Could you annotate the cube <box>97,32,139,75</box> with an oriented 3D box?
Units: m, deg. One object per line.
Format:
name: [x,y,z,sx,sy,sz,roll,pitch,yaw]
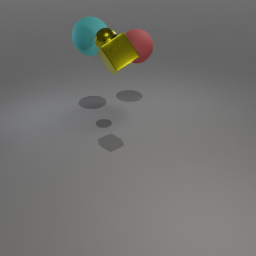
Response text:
cube: [-0.259,-1.830,6.989,0.700,0.700,0.700,-36,10,-9]

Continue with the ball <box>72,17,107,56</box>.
ball: [-1.396,-3.438,10.533,1.400,1.400,1.400,0,30,0]

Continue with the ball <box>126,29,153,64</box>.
ball: [0.364,-3.440,11.821,1.400,1.400,1.400,0,30,0]

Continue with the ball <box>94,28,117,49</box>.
ball: [-0.639,-2.596,8.278,0.700,0.700,0.700,0,30,0]
